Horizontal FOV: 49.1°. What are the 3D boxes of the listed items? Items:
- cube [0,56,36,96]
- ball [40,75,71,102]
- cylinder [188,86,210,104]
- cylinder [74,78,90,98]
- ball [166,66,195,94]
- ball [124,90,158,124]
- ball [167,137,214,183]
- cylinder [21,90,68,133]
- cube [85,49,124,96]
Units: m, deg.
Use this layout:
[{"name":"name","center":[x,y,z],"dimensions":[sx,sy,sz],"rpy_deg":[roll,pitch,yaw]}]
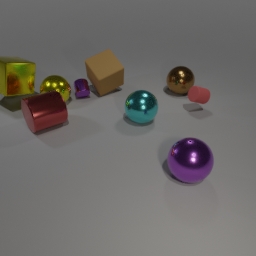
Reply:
[{"name":"cube","center":[-5.069,-2.295,12.269],"dimensions":[1.400,1.400,1.400],"rpy_deg":[24,24,33]},{"name":"ball","center":[-3.352,-1.752,12.953],"dimensions":[1.400,1.400,1.400],"rpy_deg":[0,32,0]},{"name":"cylinder","center":[3.107,-1.442,12.252],"dimensions":[0.700,0.700,0.700],"rpy_deg":[7,25,-32]},{"name":"cylinder","center":[-2.249,-1.935,13.646],"dimensions":[0.700,0.700,0.700],"rpy_deg":[-9,68,-14]},{"name":"ball","center":[2.614,-2.380,13.959],"dimensions":[1.400,1.400,1.400],"rpy_deg":[0,32,0]},{"name":"ball","center":[0.555,-0.876,11.585],"dimensions":[1.400,1.400,1.400],"rpy_deg":[0,32,0]},{"name":"ball","center":[1.924,0.988,8.650],"dimensions":[1.400,1.400,1.400],"rpy_deg":[0,32,0]},{"name":"cylinder","center":[-3.353,-0.682,11.252],"dimensions":[1.400,1.400,1.400],"rpy_deg":[-22,38,-31]},{"name":"cube","center":[-1.138,-2.730,13.818],"dimensions":[1.400,1.400,1.400],"rpy_deg":[-29,68,-15]}]
